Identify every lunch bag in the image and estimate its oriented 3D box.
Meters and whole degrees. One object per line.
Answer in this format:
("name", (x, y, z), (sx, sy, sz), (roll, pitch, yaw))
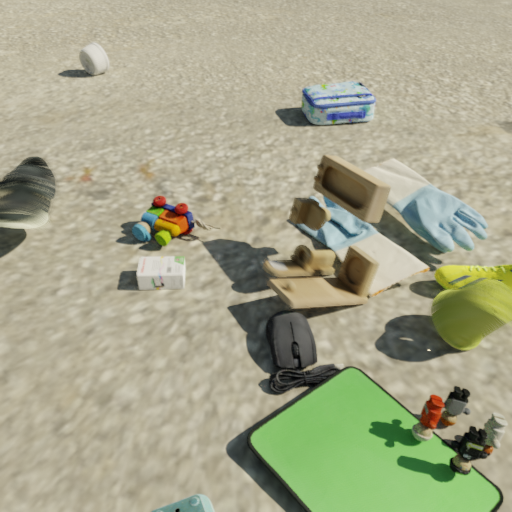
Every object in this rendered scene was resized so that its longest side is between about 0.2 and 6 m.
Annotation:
("lunch bag", (2.583, -4.786, 17.605), (2.143, 0.884, 1.723), (-6, 38, -7))

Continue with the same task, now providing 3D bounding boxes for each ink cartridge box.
("ink cartridge box", (-1.803, 0.324, 10.704), (0.866, 0.364, 0.627), (-1, 35, -4))

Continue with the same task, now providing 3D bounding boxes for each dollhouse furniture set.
("dollhouse furniture set", (1.059, -0.526, 10.032), (1.732, 2.125, 2.021), (-1, 28, -33))

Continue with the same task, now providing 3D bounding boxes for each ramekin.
("ramekin", (-6.138, -7.381, 21.119), (1.140, 1.140, 0.598), (25, 52, 31))

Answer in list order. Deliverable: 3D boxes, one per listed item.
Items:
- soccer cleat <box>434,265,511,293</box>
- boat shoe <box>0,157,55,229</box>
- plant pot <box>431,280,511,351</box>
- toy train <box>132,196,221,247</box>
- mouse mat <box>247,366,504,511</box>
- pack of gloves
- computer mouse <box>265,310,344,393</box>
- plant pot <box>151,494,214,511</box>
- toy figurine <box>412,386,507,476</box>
("soccer cleat", (4.378, 0.418, 10.082), (2.204, 0.922, 0.712), (14, 37, 20))
("boat shoe", (-4.878, -1.448, 11.906), (1.186, 1.053, 3.175), (8, 19, -10))
("plant pot", (3.558, 0.871, 8.996), (1.061, 0.976, 1.061), (11, 61, -20))
("toy train", (-1.705, -0.564, 11.761), (1.705, 0.722, 0.987), (20, 50, 26))
("mouse mat", (1.506, 2.752, 7.324), (2.223, 0.104, 2.763), (-25, 48, -31))
("pack of gloves", (2.764, -0.580, 12.007), (3.092, 0.726, 3.680), (-25, 39, -12))
("computer mouse", (0.642, 1.400, 9.088), (1.191, 0.453, 1.720), (-7, 36, -10))
("plant pot", (-0.780, 3.180, 6.094), (0.956, 0.977, 0.959), (-14, 37, -18))
("toy figurine", (2.722, 2.327, 7.504), (0.987, 0.697, 1.002), (-6, 30, -43))
